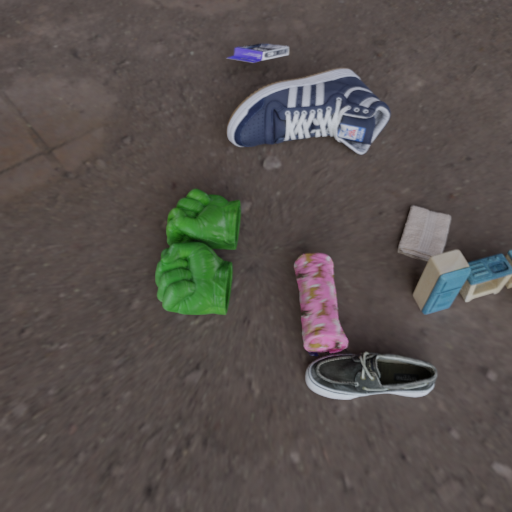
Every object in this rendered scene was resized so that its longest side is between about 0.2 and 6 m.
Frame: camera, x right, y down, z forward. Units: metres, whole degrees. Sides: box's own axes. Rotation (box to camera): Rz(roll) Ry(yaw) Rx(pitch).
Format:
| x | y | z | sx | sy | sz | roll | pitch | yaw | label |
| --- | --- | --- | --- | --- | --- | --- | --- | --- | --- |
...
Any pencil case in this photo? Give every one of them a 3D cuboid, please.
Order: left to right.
| x | y | z | sx | sy | sz | roll | pitch | yaw | label |
| --- | --- | --- | --- | --- | --- | --- | --- | --- | --- |
| 1.000 | 0.729 | 8.852 | 0.685 | 0.716 | 1.655 | 4 | 53 | -13 | pencil case |

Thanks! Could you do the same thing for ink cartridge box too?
| x | y | z | sx | sy | sz | roll | pitch | yaw | label |
| --- | --- | --- | --- | --- | --- | --- | --- | --- | --- |
| 0.018 | -4.332 | 11.931 | 0.976 | 0.212 | 0.967 | -25 | 35 | -31 | ink cartridge box |

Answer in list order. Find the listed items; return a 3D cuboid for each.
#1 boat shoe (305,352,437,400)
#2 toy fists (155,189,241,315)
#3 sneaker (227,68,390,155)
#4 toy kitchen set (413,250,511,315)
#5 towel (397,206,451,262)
| x | y | z | sx | sy | sz | roll | pitch | yaw | label |
| --- | --- | --- | --- | --- | --- | --- | --- | --- | --- |
| 1.690 | 1.673 | 8.215 | 1.911 | 0.678 | 0.689 | -1 | 55 | 0 | boat shoe |
| -0.993 | -0.113 | 9.388 | 1.242 | 0.838 | 2.437 | 3 | 56 | 4 | toy fists |
| 1.138 | -2.610 | 10.963 | 3.202 | 1.122 | 1.737 | -25 | 57 | -20 | sneaker |
| 3.764 | 0.698 | 8.605 | 1.976 | 1.164 | 1.583 | -15 | 56 | -10 | toy kitchen set |
| 3.000 | -0.401 | 9.971 | 0.756 | 0.197 | 1.140 | 18 | 57 | 11 | towel |
